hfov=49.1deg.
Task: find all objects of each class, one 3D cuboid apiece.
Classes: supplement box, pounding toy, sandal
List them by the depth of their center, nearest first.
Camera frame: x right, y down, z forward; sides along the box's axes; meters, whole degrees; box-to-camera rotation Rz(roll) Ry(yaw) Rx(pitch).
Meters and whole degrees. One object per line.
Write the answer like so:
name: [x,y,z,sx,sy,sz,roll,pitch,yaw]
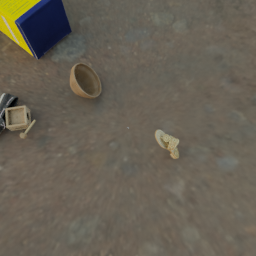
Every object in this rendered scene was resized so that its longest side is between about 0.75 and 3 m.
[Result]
sandal: [1.045,0.351,6.545,0.368,1.119,0.410,-13,50,30]
pounding toy: [-2.689,-0.107,7.206,0.740,0.385,0.843,-9,75,-2]
supplement box: [-3.261,-3.603,8.361,2.722,1.491,1.482,38,73,18]

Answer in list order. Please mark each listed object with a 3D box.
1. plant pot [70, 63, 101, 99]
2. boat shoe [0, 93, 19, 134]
plant pot: [-1.231,-1.212,7.593,0.466,1.009,1.009,-24,56,34]
boat shoe: [-3.219,-0.327,7.273,0.384,0.451,1.349,6,62,0]
